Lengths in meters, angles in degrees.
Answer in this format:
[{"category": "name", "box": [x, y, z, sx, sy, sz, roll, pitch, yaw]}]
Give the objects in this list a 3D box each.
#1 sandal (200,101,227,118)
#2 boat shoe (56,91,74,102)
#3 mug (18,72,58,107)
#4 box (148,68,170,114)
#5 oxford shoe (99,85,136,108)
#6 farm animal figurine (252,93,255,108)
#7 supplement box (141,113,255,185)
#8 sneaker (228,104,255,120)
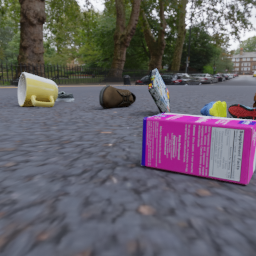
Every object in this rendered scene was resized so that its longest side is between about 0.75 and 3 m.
[{"category": "sandal", "box": [2.587, -0.483, 8.624, 0.745, 0.680, 1.712, -1, 1, 25]}, {"category": "boat shoe", "box": [-3.608, -1.758, 15.581, 1.606, 0.569, 0.579, 6, 12, 30]}, {"category": "mug", "box": [-4.189, -1.565, 13.221, 1.590, 1.937, 1.551, 3, -26, -36]}, {"category": "box", "box": [1.136, -1.322, 10.132, 0.335, 1.150, 1.680, -23, 26, 20]}, {"category": "oxford shoe", "box": [-0.392, -1.409, 12.575, 1.145, 0.986, 2.713, 6, 12, 24]}, {"category": "farm animal figurine", "box": [5.064, -0.861, 8.802, 1.984, 1.235, 2.457, 1, 10, 4]}, {"category": "supplement box", "box": [1.042, 0.237, 4.116, 1.523, 0.787, 0.771, 8, 12, 29]}, {"category": "sneaker", "box": [3.905, -0.466, 9.136, 1.231, 0.488, 0.588, 16, 6, 30]}]
